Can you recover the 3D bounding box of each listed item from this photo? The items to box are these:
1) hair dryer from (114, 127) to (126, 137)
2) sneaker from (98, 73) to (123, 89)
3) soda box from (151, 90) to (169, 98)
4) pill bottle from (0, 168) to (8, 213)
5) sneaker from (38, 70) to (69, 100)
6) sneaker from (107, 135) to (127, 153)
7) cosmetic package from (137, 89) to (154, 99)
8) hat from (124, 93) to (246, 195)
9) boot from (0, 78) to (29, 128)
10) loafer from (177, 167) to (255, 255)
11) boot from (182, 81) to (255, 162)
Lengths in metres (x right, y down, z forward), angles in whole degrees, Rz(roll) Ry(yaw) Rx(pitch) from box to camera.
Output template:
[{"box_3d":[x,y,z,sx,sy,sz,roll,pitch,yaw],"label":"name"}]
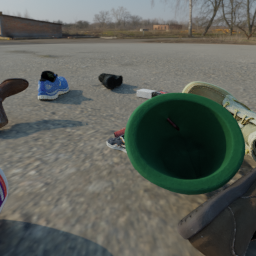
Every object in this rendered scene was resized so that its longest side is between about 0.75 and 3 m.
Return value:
[{"box_3d":[0.377,0.115,7.749,1.670,0.454,1.272,-6,3,25],"label":"hair dryer"},{"box_3d":[-1.102,-2.505,14.804,1.231,0.709,2.360,8,17,21],"label":"sneaker"},{"box_3d":[1.634,-1.038,11.038,0.609,0.545,1.722,-12,23,-30],"label":"soda box"},{"box_3d":[-2.522,1.327,3.645,1.317,1.317,2.343,-2,20,-6],"label":"pill bottle"},{"box_3d":[-3.442,-2.133,13.080,1.027,1.165,2.614,2,20,4],"label":"sneaker"},{"box_3d":[-0.130,0.363,7.484,1.125,0.447,0.441,16,27,39],"label":"sneaker"},{"box_3d":[1.035,-1.495,12.572,1.252,0.317,0.517,16,26,36],"label":"cosmetic package"},{"box_3d":[1.207,0.691,5.986,2.486,2.188,2.059,14,64,10],"label":"hat"},{"box_3d":[-4.048,-0.743,9.167,1.879,0.648,2.016,-19,47,-13],"label":"boot"},{"box_3d":[1.876,1.360,4.484,2.689,0.982,0.955,-17,62,-39],"label":"loafer"},{"box_3d":[2.542,-0.105,6.504,2.713,0.978,2.098,33,16,-5],"label":"boot"}]
